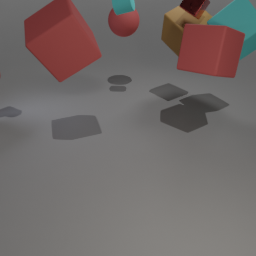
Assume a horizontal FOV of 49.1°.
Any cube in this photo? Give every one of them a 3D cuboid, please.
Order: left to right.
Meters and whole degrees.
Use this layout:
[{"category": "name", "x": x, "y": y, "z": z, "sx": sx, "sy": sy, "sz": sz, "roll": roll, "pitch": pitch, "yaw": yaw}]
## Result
[{"category": "cube", "x": -1.755, "y": -2.400, "z": 7.520, "sx": 1.400, "sy": 1.400, "sz": 1.400, "roll": -29, "pitch": 48, "yaw": 9}, {"category": "cube", "x": 2.326, "y": -3.876, "z": 11.082, "sx": 1.400, "sy": 1.400, "sz": 1.400, "roll": -34, "pitch": 70, "yaw": -13}, {"category": "cube", "x": 2.354, "y": -4.356, "z": 9.848, "sx": 0.700, "sy": 0.700, "sz": 0.700, "roll": 40, "pitch": 25, "yaw": 13}, {"category": "cube", "x": 2.596, "y": -2.409, "z": 8.821, "sx": 1.400, "sy": 1.400, "sz": 1.400, "roll": 22, "pitch": 20, "yaw": 40}, {"category": "cube", "x": 3.846, "y": -3.372, "z": 9.682, "sx": 1.400, "sy": 1.400, "sz": 1.400, "roll": 6, "pitch": 55, "yaw": -57}]

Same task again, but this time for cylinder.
[{"category": "cylinder", "x": -0.166, "y": -4.666, "z": 10.477, "sx": 0.700, "sy": 0.700, "sz": 0.700, "roll": -7, "pitch": 28, "yaw": 17}]

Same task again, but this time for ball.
[{"category": "ball", "x": -0.188, "y": -4.782, "z": 12.451, "sx": 1.400, "sy": 1.400, "sz": 1.400, "roll": 0, "pitch": 30, "yaw": 0}]
